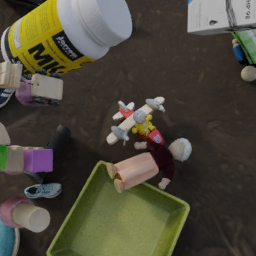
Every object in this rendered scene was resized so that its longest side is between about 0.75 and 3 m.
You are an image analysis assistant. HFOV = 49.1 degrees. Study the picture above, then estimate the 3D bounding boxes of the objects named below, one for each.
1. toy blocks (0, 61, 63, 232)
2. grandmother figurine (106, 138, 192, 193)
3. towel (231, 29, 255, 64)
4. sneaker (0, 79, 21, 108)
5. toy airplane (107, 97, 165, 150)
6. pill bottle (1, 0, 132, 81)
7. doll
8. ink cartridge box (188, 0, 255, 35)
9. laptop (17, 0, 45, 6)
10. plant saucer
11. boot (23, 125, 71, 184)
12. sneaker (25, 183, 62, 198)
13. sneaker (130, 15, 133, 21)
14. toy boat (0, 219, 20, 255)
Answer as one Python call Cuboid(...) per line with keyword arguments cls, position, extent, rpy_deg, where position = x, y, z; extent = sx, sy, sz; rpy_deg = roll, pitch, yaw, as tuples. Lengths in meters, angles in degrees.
Cuboid(cls="toy blocks", position=(-3.000, 0.399, 5.184), extent=(2.758, 2.485, 2.952), rpy_deg=(9, 79, -39))
Cuboid(cls="grandmother figurine", position=(0.696, 0.937, 7.488), extent=(2.354, 0.713, 1.428), rpy_deg=(-24, 82, -17))
Cuboid(cls="towel", position=(4.441, -3.078, 9.385), extent=(2.224, 0.341, 1.659), rpy_deg=(-24, 81, -26))
Cuboid(cls="sneaker", position=(-3.967, -1.396, 8.884), extent=(0.730, 0.823, 1.947), rpy_deg=(34, 71, 14))
Cuboid(cls="toy airplane", position=(0.273, -0.247, 8.196), extent=(1.655, 1.173, 1.663), rpy_deg=(4, 67, 3))
Cuboid(cls="pill bottle", position=(-1.396, -2.108, 6.329), extent=(2.759, 1.577, 1.577), rpy_deg=(-16, 62, 32))
Cuboid(cls="doll", position=(4.256, -2.722, 9.547), extent=(1.727, 0.613, 2.532), rpy_deg=(20, 68, -15))
Cuboid(cls="ink cartridge box", position=(3.109, -3.499, 7.313), extent=(2.984, 0.995, 1.728), rpy_deg=(8, 104, 42))
Cuboid(cls="laptop", position=(-4.087, -5.353, 10.466), extent=(1.841, 1.073, 2.077), rpy_deg=(18, 68, 7))
Cuboid(cls="plant saucer", position=(-0.182, 2.646, 7.222), extent=(2.726, 0.653, 2.722), rpy_deg=(25, 69, 11))
Cuboid(cls="boot", position=(-2.124, 0.674, 7.725), extent=(0.559, 1.403, 1.702), rpy_deg=(37, 70, -10))
Cuboid(cls="sneaker", position=(-2.343, 1.733, 7.733), extent=(1.023, 0.442, 0.397), rpy_deg=(-11, 68, -4))
Cuboid(cls="sneaker", position=(-0.497, -3.851, 10.180), extent=(1.363, 0.508, 0.577), rpy_deg=(3, 72, 11))
Cuboid(cls="toy boat", position=(-3.253, 3.395, 6.525), extent=(2.872, 1.335, 2.414), rpy_deg=(35, 71, 14))
